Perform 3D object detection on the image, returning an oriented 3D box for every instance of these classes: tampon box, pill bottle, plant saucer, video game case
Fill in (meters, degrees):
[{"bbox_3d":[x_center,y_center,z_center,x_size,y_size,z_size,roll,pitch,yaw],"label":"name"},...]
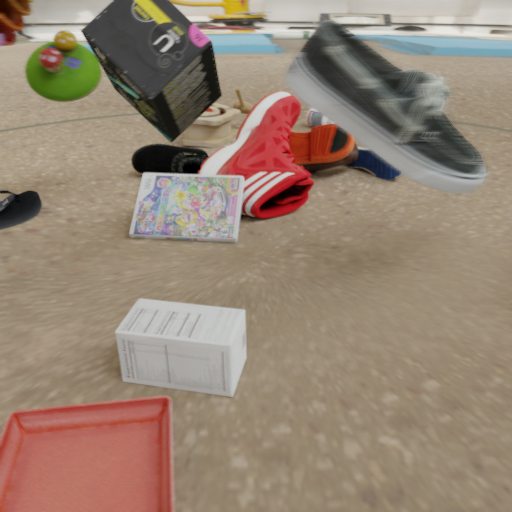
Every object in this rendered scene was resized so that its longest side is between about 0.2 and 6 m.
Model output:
[{"bbox_3d":[-1.150,-2.229,6.593,1.113,0.938,1.486,44,-5,5],"label":"tampon box"},{"bbox_3d":[1.951,-3.953,16.251,0.910,0.544,0.544,25,36,38],"label":"pill bottle"},{"bbox_3d":[-1.522,1.937,4.956,1.579,0.290,1.582,-4,28,-8],"label":"plant saucer"},{"bbox_3d":[-1.192,-0.868,9.841,1.854,0.167,1.327,3,61,6],"label":"video game case"}]

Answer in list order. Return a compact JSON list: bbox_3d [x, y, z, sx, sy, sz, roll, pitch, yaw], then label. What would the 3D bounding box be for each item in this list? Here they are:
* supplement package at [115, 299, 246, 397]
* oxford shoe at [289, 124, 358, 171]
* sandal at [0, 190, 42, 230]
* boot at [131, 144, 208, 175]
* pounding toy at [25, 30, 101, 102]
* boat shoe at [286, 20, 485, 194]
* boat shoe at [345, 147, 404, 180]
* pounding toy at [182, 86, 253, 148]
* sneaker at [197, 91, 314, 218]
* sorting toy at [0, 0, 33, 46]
[{"bbox_3d":[-0.813,1.005,6.285,1.285,0.731,0.704,6,29,10],"label":"supplement package"},{"bbox_3d":[0.852,-2.274,12.795,2.968,1.057,1.077,3,-14,25],"label":"oxford shoe"},{"bbox_3d":[-4.848,-0.765,10.015,0.897,0.505,2.358,16,31,28],"label":"sandal"},{"bbox_3d":[-1.762,-1.938,12.113,1.831,0.689,1.369,-5,28,-11],"label":"boot"},{"bbox_3d":[-3.112,-3.350,9.455,1.630,0.756,1.258,-11,68,-13],"label":"pounding toy"},{"bbox_3d":[1.813,-1.824,6.839,2.869,0.980,1.059,33,44,-8],"label":"boat shoe"},{"bbox_3d":[2.769,-2.209,12.716,0.646,0.645,1.785,-17,32,-33],"label":"boat shoe"},{"bbox_3d":[-1.203,-3.953,15.240,1.437,1.441,2.513,16,30,20],"label":"pounding toy"},{"bbox_3d":[0.500,-1.889,11.191,1.995,1.353,3.453,24,60,21],"label":"sneaker"},{"bbox_3d":[-3.543,-3.276,7.237,0.991,1.450,2.413,-24,41,10],"label":"sorting toy"}]
